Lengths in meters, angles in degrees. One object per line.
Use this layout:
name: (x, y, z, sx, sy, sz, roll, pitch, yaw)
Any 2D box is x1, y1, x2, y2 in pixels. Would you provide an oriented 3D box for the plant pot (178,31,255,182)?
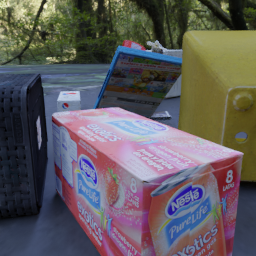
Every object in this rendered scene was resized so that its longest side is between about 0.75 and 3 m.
plant pot: (2.557, -0.399, 5.722, 2.862, 2.880, 2.947, 2, 22, 8)

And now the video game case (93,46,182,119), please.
video game case: (0.221, -1.098, 7.958, 1.900, 2.655, 0.236, 6, 56, -20)

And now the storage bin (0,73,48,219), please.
storage bin: (-2.278, 0.112, 5.112, 1.383, 1.995, 2.951, -4, 16, -13)

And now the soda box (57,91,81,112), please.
soda box: (-2.269, -0.907, 10.970, 0.825, 0.771, 2.422, -3, 16, -10)

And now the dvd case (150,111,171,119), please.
dvd case: (1.005, -0.496, 10.693, 1.188, 0.095, 0.883, -1, 16, 0)

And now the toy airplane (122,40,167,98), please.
toy airplane: (0.895, -2.004, 10.793, 1.947, 2.759, 2.747, -12, 5, 31)

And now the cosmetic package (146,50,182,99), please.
cosmetic package: (2.061, -3.054, 15.462, 2.899, 2.426, 2.411, -12, 19, -39)

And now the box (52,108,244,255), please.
box: (-0.030, 0.684, 4.052, 1.376, 1.491, 2.906, -9, 18, -29)
